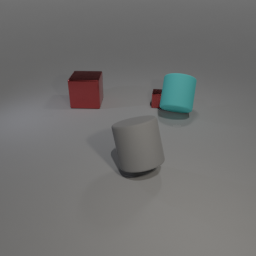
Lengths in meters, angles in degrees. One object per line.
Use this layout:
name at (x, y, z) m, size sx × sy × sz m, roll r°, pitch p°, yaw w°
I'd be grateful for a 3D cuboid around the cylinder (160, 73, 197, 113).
cylinder at (2.159, -1.479, 12.091) m, size 1.400 × 1.400 × 1.400 m, roll 9°, pitch -5°, yaw 1°

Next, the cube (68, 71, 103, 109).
cube at (-1.967, -1.836, 13.323) m, size 1.400 × 1.400 × 1.400 m, roll 1°, pitch 29°, yaw 2°

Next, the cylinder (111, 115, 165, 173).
cylinder at (0.317, 0.454, 8.549) m, size 1.400 × 1.400 × 1.400 m, roll -12°, pitch 11°, yaw 2°

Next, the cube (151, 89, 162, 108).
cube at (1.497, -1.386, 13.235) m, size 0.700 × 0.700 × 0.700 m, roll 5°, pitch 29°, yaw 8°
